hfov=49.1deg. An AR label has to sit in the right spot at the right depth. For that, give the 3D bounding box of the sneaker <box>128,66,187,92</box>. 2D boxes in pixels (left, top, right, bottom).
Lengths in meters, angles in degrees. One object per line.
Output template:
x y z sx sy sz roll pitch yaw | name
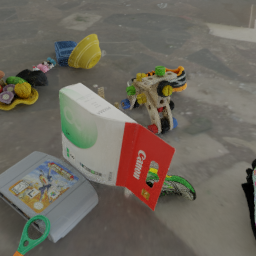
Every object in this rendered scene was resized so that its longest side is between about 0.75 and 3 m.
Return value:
1.147 -1.925 10.966 2.357 0.910 0.923 -6 41 -5 | sneaker

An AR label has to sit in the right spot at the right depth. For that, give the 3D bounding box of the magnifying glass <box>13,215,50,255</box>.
-2.145 2.453 5.814 0.549 0.154 1.379 23 67 24 | magnifying glass

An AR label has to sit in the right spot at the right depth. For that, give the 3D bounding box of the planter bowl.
-1.708 -3.135 12.184 0.744 1.785 1.785 43 50 4 | planter bowl

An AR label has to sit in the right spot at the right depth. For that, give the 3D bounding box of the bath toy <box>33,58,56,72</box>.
-3.707 -2.648 12.202 0.551 0.468 1.267 -17 26 37 | bath toy

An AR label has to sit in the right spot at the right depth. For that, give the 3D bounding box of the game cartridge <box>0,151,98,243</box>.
-2.069 1.533 7.080 2.511 0.521 1.672 26 50 28 | game cartridge

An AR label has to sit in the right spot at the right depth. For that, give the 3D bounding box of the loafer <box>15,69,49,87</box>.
-3.871 -1.945 11.221 1.918 0.673 0.651 12 53 40 | loafer

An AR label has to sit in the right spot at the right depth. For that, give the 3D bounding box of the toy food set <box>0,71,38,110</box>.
-4.749 -1.552 10.506 2.713 0.886 1.596 12 41 15 | toy food set

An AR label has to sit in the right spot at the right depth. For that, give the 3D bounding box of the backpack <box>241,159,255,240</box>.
3.588 1.664 6.096 1.960 1.487 2.349 15 43 15 | backpack

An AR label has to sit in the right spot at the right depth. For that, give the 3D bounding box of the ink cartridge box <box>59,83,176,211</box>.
-0.456 0.585 6.509 2.843 2.288 0.712 38 49 27 | ink cartridge box

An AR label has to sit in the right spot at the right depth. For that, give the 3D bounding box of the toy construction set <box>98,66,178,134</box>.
0.366 -1.141 9.063 2.712 2.084 2.262 -4 39 -4 | toy construction set

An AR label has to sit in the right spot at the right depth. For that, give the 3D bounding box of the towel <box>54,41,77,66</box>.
-2.847 -3.595 13.280 1.146 0.498 2.053 -10 38 -12 | towel

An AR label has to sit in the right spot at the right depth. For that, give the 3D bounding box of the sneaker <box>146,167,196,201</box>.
0.997 1.540 7.064 1.492 0.582 0.635 14 48 30 | sneaker
